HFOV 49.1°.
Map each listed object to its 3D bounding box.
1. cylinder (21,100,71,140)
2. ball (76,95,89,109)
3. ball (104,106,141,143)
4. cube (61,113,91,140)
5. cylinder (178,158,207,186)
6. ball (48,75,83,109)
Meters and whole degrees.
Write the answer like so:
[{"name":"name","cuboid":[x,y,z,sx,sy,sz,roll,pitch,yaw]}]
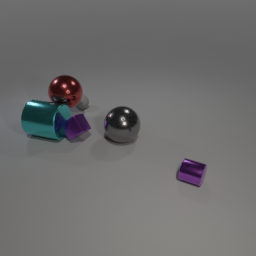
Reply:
[{"name":"cylinder","cuboid":[-3.156,-0.333,10.918,1.400,1.400,1.400,9,32,14]},{"name":"ball","cuboid":[-2.190,-1.239,13.179,0.700,0.700,0.700,0,30,0]},{"name":"ball","cuboid":[-0.221,-0.133,10.637,1.400,1.400,1.400,0,30,0]},{"name":"cube","cuboid":[-1.983,-0.062,10.745,0.700,0.700,0.700,-30,-2,23]},{"name":"cylinder","cuboid":[2.017,1.366,8.729,0.700,0.700,0.700,15,34,25]},{"name":"ball","cuboid":[-2.582,-1.486,11.587,1.400,1.400,1.400,0,30,0]}]
